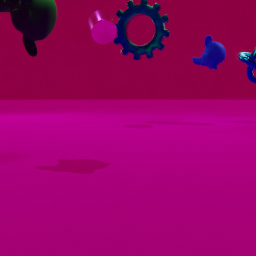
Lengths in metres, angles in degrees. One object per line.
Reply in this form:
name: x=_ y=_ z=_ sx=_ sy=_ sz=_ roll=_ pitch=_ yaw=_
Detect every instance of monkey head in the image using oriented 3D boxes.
monkey head: x=2.990 y=-2.695 z=10.298 sx=1.100 sy=0.921 sz=1.529 roll=18 pitch=-9 yaw=42
monkey head: x=-1.455 y=-1.658 z=4.027 sx=0.809 sy=1.124 sz=0.678 roll=14 pitch=-1 yaw=16

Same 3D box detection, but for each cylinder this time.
cylinder: x=-0.826 y=-3.235 z=8.970 sx=0.805 sy=0.805 sz=0.805 roll=-2 pitch=43 yaw=-16

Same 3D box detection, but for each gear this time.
gear: x=0.457 y=-3.449 z=9.909 sx=2.023 sy=2.023 sz=0.374 roll=1 pitch=14 yaw=12

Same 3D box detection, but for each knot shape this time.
knot shape: x=4.001 y=-1.945 z=8.687 sx=1.233 sy=1.153 sz=0.570 roll=-30 pitch=7 yaw=-31
